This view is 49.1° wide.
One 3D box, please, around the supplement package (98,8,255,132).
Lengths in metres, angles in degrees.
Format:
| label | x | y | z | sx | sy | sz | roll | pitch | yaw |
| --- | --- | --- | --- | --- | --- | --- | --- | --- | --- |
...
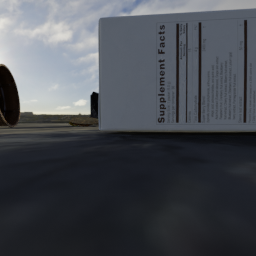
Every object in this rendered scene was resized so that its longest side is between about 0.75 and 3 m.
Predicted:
| label | x | y | z | sx | sy | sz | roll | pitch | yaw |
| --- | --- | --- | --- | --- | --- | --- | --- | --- | --- |
| supplement package | 1.078 | -0.779 | 4.627 | 2.834 | 1.697 | 1.719 | 0 | 1 | 10 |

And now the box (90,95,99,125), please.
| label | x | y | z | sx | sy | sz | roll | pitch | yaw |
| --- | --- | --- | --- | --- | --- | --- | --- | --- | --- |
| box | -0.800 | -0.942 | 15.216 | 1.914 | 1.602 | 2.577 | 0 | 0 | 10 |

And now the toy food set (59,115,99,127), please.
| label | x | y | z | sx | sy | sz | roll | pitch | yaw |
| --- | --- | --- | --- | --- | --- | --- | --- | --- | --- |
| toy food set | -1.745 | -0.197 | 11.489 | 1.906 | 0.383 | 1.316 | 6 | 10 | 13 |

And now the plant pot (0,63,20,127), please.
| label | x | y | z | sx | sy | sz | roll | pitch | yaw |
| --- | --- | --- | --- | --- | --- | --- | --- | --- | --- |
| plant pot | -4.802 | -0.901 | 8.932 | 2.024 | 2.045 | 2.045 | -7 | 1 | -1 |

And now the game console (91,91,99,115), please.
| label | x | y | z | sx | sy | sz | roll | pitch | yaw |
| --- | --- | --- | --- | --- | --- | --- | --- | --- | --- |
| game console | -0.317 | -0.589 | 10.269 | 2.215 | 0.267 | 1.306 | 17 | 35 | -34 |
